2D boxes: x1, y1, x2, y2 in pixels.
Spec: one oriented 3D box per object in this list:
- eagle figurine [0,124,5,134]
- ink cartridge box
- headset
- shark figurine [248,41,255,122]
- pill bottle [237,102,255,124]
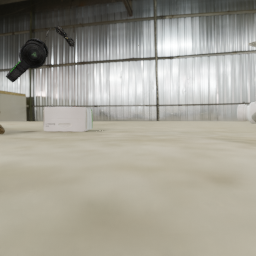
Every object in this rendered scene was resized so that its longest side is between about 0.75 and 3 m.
[{"bbox_3d":[-3.404,-0.837,4.365,2.202,2.214,2.918,-22,19,-36],"label":"eagle figurine"},{"bbox_3d":[-1.117,-0.171,5.416,0.784,0.453,1.073,0,2,-3],"label":"ink cartridge box"},{"bbox_3d":[-1.476,-1.173,4.620,0.573,1.220,0.753,43,11,-26],"label":"headset"},{"bbox_3d":[3.582,-0.654,6.562,1.250,2.995,1.789,-38,48,-15],"label":"shark figurine"},{"bbox_3d":[7.106,-0.822,15.156,2.111,1.207,1.207,1,2,33],"label":"pill bottle"}]
